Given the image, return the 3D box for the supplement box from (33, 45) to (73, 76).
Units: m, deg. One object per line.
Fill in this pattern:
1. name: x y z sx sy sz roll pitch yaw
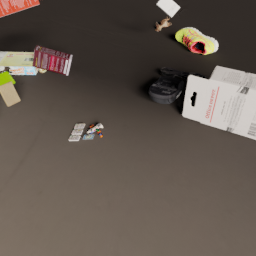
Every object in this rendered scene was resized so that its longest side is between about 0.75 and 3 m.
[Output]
1. supplement box: -2.913 -2.599 10.821 1.382 0.752 0.421 13 40 -13

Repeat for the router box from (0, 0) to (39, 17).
1. router box: -3.918 -3.344 7.930 2.085 0.509 1.871 3 34 33

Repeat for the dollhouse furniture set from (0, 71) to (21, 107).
1. dollhouse furniture set: -4.840 -0.854 9.261 2.411 1.210 1.579 -6 24 40

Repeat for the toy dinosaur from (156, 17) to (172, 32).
1. toy dinosaur: 1.811 -5.422 14.575 0.794 0.503 1.171 -16 20 25

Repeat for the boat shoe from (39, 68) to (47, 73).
1. boat shoe: -3.302 -2.531 11.351 0.288 0.306 0.803 14 43 15

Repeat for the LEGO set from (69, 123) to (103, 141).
1. LEGO set: -1.187 0.158 8.423 1.013 0.249 0.757 -3 40 14

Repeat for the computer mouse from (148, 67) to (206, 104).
1. computer mouse: 1.796 -1.348 9.850 1.845 0.605 2.628 13 35 13

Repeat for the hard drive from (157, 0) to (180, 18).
1. hard drive: 1.589 -4.798 11.017 0.784 0.105 0.517 41 91 0

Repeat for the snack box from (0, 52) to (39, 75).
1. snack box: -4.690 -2.645 11.400 2.188 0.406 1.271 1 41 2

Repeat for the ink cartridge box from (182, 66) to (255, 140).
1. ink cartridge box: 3.188 -0.775 8.321 2.842 1.648 0.964 19 45 21

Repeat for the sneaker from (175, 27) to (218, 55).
1. sneaker: 2.913 -3.855 12.502 2.090 0.817 0.944 31 52 30
